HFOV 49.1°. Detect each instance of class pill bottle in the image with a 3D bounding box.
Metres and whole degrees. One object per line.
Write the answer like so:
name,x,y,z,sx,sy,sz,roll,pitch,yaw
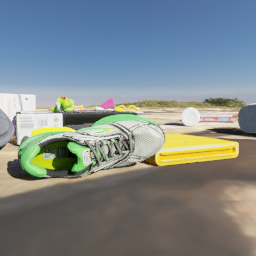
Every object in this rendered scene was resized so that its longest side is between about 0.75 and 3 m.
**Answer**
pill bottle,2.211,-0.402,9.886,0.626,0.626,1.128,1,5,14

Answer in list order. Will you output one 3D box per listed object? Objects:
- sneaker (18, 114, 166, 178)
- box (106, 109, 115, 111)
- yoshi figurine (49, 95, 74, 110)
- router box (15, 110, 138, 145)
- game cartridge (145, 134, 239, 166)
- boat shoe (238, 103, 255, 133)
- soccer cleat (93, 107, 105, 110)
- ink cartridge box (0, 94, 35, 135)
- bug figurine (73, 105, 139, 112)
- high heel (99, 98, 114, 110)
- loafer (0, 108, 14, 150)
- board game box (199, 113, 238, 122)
sneaker,-0.351,0.276,3.140,1.688,0.659,0.719,-10,15,-14
box,-0.827,-0.221,7.890,0.938,0.572,0.224,-4,6,8
yoshi figurine,-2.751,-0.608,11.983,1.141,1.145,2.038,39,-24,-15
router box,-1.241,-0.089,6.376,2.459,0.628,1.834,-2,6,-21
game cartridge,0.660,0.298,4.503,1.405,0.259,1.594,-2,3,-24
boat shoe,4.008,-0.318,6.596,1.299,1.012,2.862,-6,4,-15
soccer cleat,-1.060,-0.584,12.572,0.660,0.589,1.701,2,10,-32
ink cartridge box,-3.035,-0.343,7.054,0.593,1.029,1.777,3,6,11
bug figurine,-0.930,-0.309,8.281,2.862,0.736,2.219,0,5,3
high heel,-1.819,-1.066,14.683,2.239,1.077,0.755,-2,6,-24
loafer,-2.027,0.288,1.984,0.939,1.072,2.981,-44,-5,13
board game box,3.577,-0.462,11.915,2.148,0.209,1.105,1,14,27
